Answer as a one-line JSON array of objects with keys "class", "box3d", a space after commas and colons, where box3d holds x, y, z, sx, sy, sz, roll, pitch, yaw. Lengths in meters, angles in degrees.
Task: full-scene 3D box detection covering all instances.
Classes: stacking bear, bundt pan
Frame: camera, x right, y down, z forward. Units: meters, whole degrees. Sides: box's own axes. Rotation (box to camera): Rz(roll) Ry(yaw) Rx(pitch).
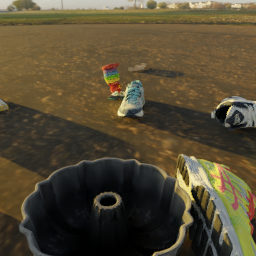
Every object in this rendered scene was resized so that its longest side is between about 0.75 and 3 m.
[{"class": "stacking bear", "box3d": [-0.566, -1.860, 10.758, 0.623, 1.095, 0.665, -13, 8, 34]}, {"class": "bundt pan", "box3d": [-0.278, 1.368, 4.022, 2.323, 0.872, 2.323, 0, 25, 0]}]

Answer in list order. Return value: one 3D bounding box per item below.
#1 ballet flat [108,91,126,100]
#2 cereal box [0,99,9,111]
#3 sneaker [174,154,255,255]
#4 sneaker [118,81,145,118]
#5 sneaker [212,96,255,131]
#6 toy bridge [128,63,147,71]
[{"class": "ballet flat", "box3d": [-0.318, -1.208, 10.358, 0.889, 0.325, 0.325, 6, 25, 14]}, {"class": "cereal box", "box3d": [-4.491, -0.748, 9.509, 0.598, 0.164, 0.831, -18, 30, -34]}, {"class": "sneaker", "box3d": [1.506, 1.219, 4.240, 1.179, 1.020, 2.611, 6, 27, -6]}, {"class": "sneaker", "box3d": [0.116, -0.983, 9.120, 0.817, 0.909, 2.106, 1, 24, 5]}, {"class": "sneaker", "box3d": [3.352, -0.306, 7.662, 1.478, 0.907, 2.271, -22, 33, -37]}, {"class": "toy bridge", "box3d": [0.601, -3.235, 14.941, 0.475, 0.192, 1.413, 19, 31, 31]}]
